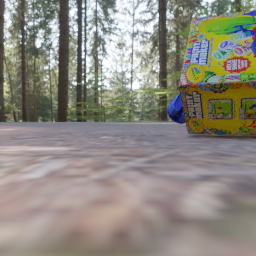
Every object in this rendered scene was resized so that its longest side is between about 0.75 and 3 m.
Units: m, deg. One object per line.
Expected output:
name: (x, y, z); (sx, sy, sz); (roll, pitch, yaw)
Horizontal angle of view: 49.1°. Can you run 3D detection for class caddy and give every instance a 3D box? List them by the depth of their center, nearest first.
caddy: (1.963, -0.734, 10.135); (0.886, 1.254, 0.658); (35, -30, 2)

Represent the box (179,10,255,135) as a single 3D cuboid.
box: (1.475, -0.717, 3.557); (1.389, 1.442, 0.880); (0, -40, 21)
